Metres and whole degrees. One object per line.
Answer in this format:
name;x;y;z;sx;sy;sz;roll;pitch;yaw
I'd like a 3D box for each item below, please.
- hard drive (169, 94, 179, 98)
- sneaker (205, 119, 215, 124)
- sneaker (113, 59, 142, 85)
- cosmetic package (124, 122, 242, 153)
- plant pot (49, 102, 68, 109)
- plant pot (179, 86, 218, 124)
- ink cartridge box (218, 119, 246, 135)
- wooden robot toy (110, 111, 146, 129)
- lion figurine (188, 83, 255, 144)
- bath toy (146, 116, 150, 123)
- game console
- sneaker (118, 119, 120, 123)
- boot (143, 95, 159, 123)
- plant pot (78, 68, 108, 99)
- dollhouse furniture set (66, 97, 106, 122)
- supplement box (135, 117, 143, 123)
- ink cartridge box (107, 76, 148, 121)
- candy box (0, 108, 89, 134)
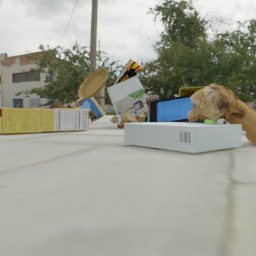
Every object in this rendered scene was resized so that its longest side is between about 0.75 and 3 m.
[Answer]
hard drive;2.542;-0.991;15.146;1.458;0.395;2.086;-2;-35;-25
sneaker;2.641;-0.335;10.882;1.205;1.104;2.876;-22;-1;11
sneaker;-0.032;-2.056;11.682;0.737;1.639;0.573;34;36;-5
cosmetic package;1.009;0.126;5.455;1.381;0.473;1.831;-5;5;-38
plant pot;-3.413;-0.644;14.778;1.232;1.152;1.152;19;12;28
plant pot;3.329;-0.801;12.387;1.733;1.733;1.528;3;-5;43
ink cartridge box;3.356;-0.053;8.618;0.792;0.461;1.095;0;3;-6
wooden robot toy;0.123;-0.164;11.127;1.744;0.768;0.791;-3;40;-47
lion figurine;2.231;-0.205;5.608;2.336;0.846;1.430;23;16;-8
bath toy;1.321;-0.287;11.889;0.585;0.688;1.583;22;3;-14
game console;1.500;-0.531;9.316;1.893;1.101;1.664;-9;0;20
sneaker;0.661;-0.902;15.699;2.661;1.322;1.037;-2;4;-36
boot;1.403;-0.944;14.476;0.731;1.522;2.082;11;-4;-43
plant pot;-1.418;-1.815;11.636;1.599;1.599;0.220;4;-31;47
dollhouse furniture set;-2.831;-0.527;16.402;2.315;1.600;2.452;-22;24;30
supplement box;0.177;-0.337;13.092;1.008;0.521;0.510;-1;3;-37
ink cartridge box;0.020;-1.159;11.818;1.340;0.807;1.844;-25;-25;-3
candy box;-3.000;-0.275;9.528;2.908;0.821;1.697;-1;2;-40
